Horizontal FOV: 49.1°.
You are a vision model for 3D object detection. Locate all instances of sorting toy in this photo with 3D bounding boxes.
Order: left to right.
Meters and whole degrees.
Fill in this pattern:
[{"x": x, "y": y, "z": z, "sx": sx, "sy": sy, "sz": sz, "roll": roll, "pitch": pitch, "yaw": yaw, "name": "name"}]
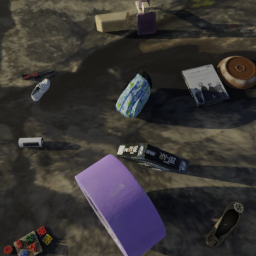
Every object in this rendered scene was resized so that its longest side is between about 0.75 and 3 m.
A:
[{"x": -3.083, "y": 3.652, "z": 8.696, "sx": 1.416, "sy": 0.240, "sz": 0.683, "roll": -28, "pitch": 65, "yaw": -15, "name": "sorting toy"}]

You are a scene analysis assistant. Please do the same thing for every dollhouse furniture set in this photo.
[{"x": -0.194, "y": -5.765, "z": 13.090, "sx": 2.769, "sy": 2.194, "sz": 1.965, "roll": -7, "pitch": 46, "yaw": 0, "name": "dollhouse furniture set"}]

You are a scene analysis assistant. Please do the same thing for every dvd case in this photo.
[{"x": 3.205, "y": -1.777, "z": 11.672, "sx": 1.396, "sy": 0.230, "sz": 1.858, "roll": -13, "pitch": 62, "yaw": -7, "name": "dvd case"}]

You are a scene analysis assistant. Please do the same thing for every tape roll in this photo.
[{"x": -0.271, "y": 2.238, "z": 7.987, "sx": 1.199, "sy": 2.821, "sz": 2.821, "roll": -32, "pitch": 66, "yaw": -17, "name": "tape roll"}]

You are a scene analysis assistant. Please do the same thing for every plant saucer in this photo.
[{"x": 4.778, "y": -2.482, "z": 12.010, "sx": 1.798, "sy": 0.329, "sz": 1.798, "roll": 0, "pitch": 61, "yaw": -1, "name": "plant saucer"}]

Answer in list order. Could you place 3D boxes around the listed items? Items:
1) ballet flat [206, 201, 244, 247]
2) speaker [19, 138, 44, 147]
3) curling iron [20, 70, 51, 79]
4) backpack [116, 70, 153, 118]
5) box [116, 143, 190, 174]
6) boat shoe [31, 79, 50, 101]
[{"x": 3.141, "y": 3.032, "z": 8.926, "sx": 1.826, "sy": 0.423, "sz": 0.615, "roll": -40, "pitch": 68, "yaw": -19, "name": "ballet flat"}, {"x": -3.581, "y": 0.530, "z": 10.349, "sx": 0.835, "sy": 0.339, "sz": 0.339, "roll": -1, "pitch": 61, "yaw": -1, "name": "speaker"}, {"x": -3.966, "y": -2.334, "z": 12.009, "sx": 1.338, "sy": 0.171, "sz": 0.332, "roll": -14, "pitch": 62, "yaw": -8, "name": "curling iron"}, {"x": 0.225, "y": -1.198, "z": 10.791, "sx": 1.655, "sy": 1.350, "sz": 1.272, "roll": -39, "pitch": 81, "yaw": -12, "name": "backpack"}, {"x": 0.711, "y": 0.937, "z": 8.731, "sx": 1.557, "sy": 1.943, "sz": 0.423, "roll": 23, "pitch": 77, "yaw": -22, "name": "box"}, {"x": -3.213, "y": -1.463, "z": 10.323, "sx": 0.365, "sy": 0.331, "sz": 0.992, "roll": 12, "pitch": 64, "yaw": 18, "name": "boat shoe"}]
